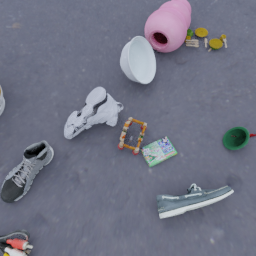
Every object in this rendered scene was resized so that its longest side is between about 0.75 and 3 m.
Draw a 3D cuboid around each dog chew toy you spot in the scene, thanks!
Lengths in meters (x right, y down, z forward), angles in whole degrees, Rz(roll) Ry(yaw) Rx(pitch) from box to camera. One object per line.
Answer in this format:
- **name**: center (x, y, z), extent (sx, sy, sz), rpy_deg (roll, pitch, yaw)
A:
- **dog chew toy**: center (1.969, -4.794, 12.657), extent (1.862, 1.862, 2.991), rpy_deg (24, 57, 12)

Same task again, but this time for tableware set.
- **tableware set**: center (3.603, -4.158, 13.127), extent (1.990, 0.305, 1.341), rpy_deg (3, 60, 3)

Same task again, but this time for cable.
- **cable**: center (-4.046, 3.650, 8.821), extent (2.326, 0.585, 1.129), rpy_deg (13, 98, 2)

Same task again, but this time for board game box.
- **board game box**: center (1.155, 0.885, 10.589), extent (1.173, 0.171, 0.790), rpy_deg (-24, 66, -11)

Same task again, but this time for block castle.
- **block castle**: center (0.170, 0.306, 10.665), extent (0.858, 0.603, 1.285), rpy_deg (20, 69, 0)

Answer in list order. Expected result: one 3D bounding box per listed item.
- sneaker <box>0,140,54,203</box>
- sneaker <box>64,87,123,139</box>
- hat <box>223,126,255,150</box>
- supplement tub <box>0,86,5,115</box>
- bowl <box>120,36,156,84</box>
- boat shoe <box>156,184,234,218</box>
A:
- **sneaker**: center (-3.557, 1.351, 9.568), extent (0.915, 1.408, 2.438), rpy_deg (31, 64, 5)
- **sneaker**: center (-1.293, -0.322, 10.732), extent (2.445, 1.405, 0.919), rpy_deg (-48, 39, 16)
- **hat**: center (4.413, 0.562, 10.785), extent (1.169, 1.029, 0.968), rpy_deg (-22, 50, 35)
- **supplement tub**: center (-5.958, -1.525, 10.273), extent (2.100, 2.908, 2.100), rpy_deg (0, 62, 0)
- **bowl**: center (0.288, -2.691, 11.450), extent (0.859, 1.911, 1.911), rpy_deg (-4, 56, 39)
- **boat shoe**: center (2.223, 2.291, 9.441), extent (2.645, 0.963, 0.817), rpy_deg (-17, 68, -3)
